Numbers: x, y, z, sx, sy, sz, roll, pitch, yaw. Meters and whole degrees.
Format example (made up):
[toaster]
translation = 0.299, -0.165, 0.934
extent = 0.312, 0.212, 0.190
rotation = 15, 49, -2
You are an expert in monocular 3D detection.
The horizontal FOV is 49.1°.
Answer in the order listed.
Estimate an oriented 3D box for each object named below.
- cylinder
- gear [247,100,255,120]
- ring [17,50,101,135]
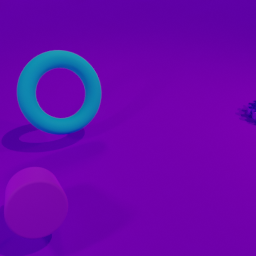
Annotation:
[cylinder]
translation = -1.416, 1.101, 4.271
extent = 0.855, 0.855, 0.855
rotation = -15, 11, -21
[gear]
translation = 3.799, -0.441, 7.475
extent = 1.149, 0.212, 1.149
rotation = -1, 28, 1
[ring]
translation = -1.430, -0.743, 6.037
extent = 1.803, 1.803, 0.361
rotation = -17, 16, -24
